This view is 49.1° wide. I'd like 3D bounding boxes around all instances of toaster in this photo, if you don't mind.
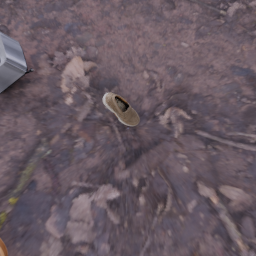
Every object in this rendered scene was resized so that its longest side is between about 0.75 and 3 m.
[{"bbox_3d":[-3.715,-1.936,8.242,1.474,0.875,1.333,-31,67,17],"label":"toaster"}]

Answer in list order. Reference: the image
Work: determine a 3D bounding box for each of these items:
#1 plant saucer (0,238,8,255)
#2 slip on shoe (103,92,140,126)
[{"bbox_3d":[-3.239,2.492,5.832,1.476,1.476,0.238,11,31,6],"label":"plant saucer"},{"bbox_3d":[-0.083,-0.477,7.384,0.404,1.335,0.507,-1,55,46],"label":"slip on shoe"}]
